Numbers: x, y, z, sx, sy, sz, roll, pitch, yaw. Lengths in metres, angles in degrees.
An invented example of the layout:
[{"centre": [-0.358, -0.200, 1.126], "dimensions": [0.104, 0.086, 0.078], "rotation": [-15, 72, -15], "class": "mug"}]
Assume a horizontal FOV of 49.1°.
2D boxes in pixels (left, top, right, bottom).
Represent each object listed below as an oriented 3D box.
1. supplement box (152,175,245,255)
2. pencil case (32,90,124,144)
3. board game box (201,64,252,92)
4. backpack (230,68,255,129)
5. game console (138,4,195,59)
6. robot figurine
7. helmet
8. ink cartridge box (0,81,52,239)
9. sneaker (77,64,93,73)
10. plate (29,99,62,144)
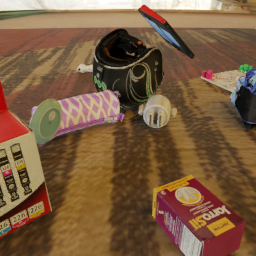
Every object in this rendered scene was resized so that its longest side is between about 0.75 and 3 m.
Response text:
[{"centre": [1.113, 1.524, 4.734], "dimensions": [0.875, 0.690, 1.337], "rotation": [-14, 31, -25], "class": "supplement box"}, {"centre": [-1.399, -0.331, 7.957], "dimensions": [2.550, 1.070, 1.090], "rotation": [-17, 61, -27], "class": "pencil case"}, {"centre": [5.017, -2.102, 11.913], "dimensions": [2.726, 0.353, 2.726], "rotation": [-13, 31, -22], "class": "board game box"}, {"centre": [4.380, -1.084, 8.724], "dimensions": [2.147, 1.582, 2.351], "rotation": [1, 27, 2], "class": "backpack"}, {"centre": [1.190, -3.017, 8.811], "dimensions": [1.880, 0.292, 1.662], "rotation": [30, 21, -45], "class": "game console"}, {"centre": [0.891, -0.520, 8.488], "dimensions": [1.161, 0.773, 1.369], "rotation": [10, 29, 8], "class": "robot figurine"}, {"centre": [0.022, -1.830, 9.345], "dimensions": [2.424, 2.311, 2.424], "rotation": [-5, 56, 7], "class": "helmet"}, {"centre": [-2.759, 0.779, 4.144], "dimensions": [2.677, 2.350, 1.123], "rotation": [-25, 38, -32], "class": "ink cartridge box"}, {"centre": [-1.938, -2.736, 13.194], "dimensions": [1.011, 0.379, 0.504], "rotation": [9, 44, 24], "class": "sneaker"}, {"centre": [-1.686, -0.121, 5.941], "dimensions": [0.129, 1.006, 1.006], "rotation": [20, 33, 21], "class": "plate"}]
